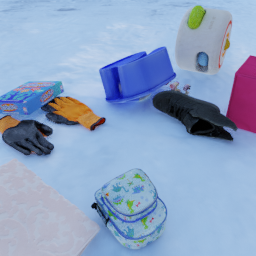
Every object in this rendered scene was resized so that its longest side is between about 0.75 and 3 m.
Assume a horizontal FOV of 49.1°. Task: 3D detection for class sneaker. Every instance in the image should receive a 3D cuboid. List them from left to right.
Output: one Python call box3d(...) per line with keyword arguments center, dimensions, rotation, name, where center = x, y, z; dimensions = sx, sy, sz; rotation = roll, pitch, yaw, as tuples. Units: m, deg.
box3d(center=(1.879, -0.376, 8.350), dimensions=(2.591, 0.778, 1.351), rotation=(15, 34, 11), name="sneaker")

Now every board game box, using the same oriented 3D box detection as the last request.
box3d(center=(-3.307, -1.057, 9.358), dimensions=(1.486, 0.440, 1.954), rotation=(3, 29, 22), name="board game box")

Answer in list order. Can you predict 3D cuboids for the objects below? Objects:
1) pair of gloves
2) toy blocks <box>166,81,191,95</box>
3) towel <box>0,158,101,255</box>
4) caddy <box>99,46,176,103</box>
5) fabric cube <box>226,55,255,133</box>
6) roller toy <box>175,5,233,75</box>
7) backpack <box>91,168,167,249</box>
box3d(center=(-2.400, -0.196, 8.512), dimensions=(2.502, 0.347, 2.808), rotation=(27, 44, 33), name="pair of gloves")
box3d(center=(1.493, -1.136, 9.438), dimensions=(0.883, 0.825, 0.743), rotation=(25, 34, 28), name="toy blocks")
box3d(center=(-2.126, 1.887, 4.926), dimensions=(2.477, 0.399, 2.366), rotation=(34, 44, 16), name="towel")
box3d(center=(0.380, -1.725, 9.764), dimensions=(2.046, 1.519, 2.894), rotation=(1, 26, 46), name="caddy")
box3d(center=(4.149, -0.955, 8.349), dimensions=(1.795, 1.767, 1.801), rotation=(20, 40, 27), name="fabric cube")
box3d(center=(3.180, -3.509, 11.399), dimensions=(1.909, 2.491, 2.731), rotation=(17, 22, 22), name="roller toy")
box3d(center=(0.089, 1.537, 5.404), dimensions=(1.204, 0.967, 1.316), rotation=(-25, 53, -24), name="backpack")
